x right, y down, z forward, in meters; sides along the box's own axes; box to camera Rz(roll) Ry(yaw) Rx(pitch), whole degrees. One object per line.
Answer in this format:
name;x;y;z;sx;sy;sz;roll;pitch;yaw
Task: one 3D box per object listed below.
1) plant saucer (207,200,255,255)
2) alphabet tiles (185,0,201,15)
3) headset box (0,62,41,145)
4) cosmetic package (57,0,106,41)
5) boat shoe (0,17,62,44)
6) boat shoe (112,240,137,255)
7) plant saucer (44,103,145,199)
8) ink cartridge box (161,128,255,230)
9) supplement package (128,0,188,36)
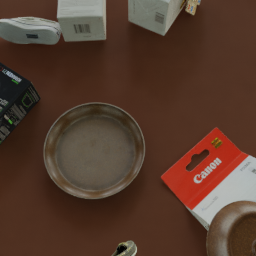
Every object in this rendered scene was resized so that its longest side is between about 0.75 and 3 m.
plant saucer;2.014;1.894;4.354;1.554;0.284;1.554;4;65;-8
alphabet tiles;2.209;-4.590;9.234;0.114;1.566;1.532;19;110;24
headset box;-4.012;-0.724;7.959;1.901;1.013;2.184;32;71;12
cosmetic package;-1.475;-4.368;9.359;1.464;1.154;2.720;-1;67;1
boat shoe;-3.249;-3.277;9.150;2.200;0.792;0.723;5;53;7
boat shoe;-0.062;1.961;4.433;0.273;0.763;0.228;-19;89;19
plant saucer;-0.909;0.593;7.742;2.732;0.438;2.732;0;69;0
ink cartridge box;2.661;1.568;7.207;2.309;0.682;2.885;-39;74;-14
supplement package;1.242;-4.681;9.315;1.412;1.466;2.578;28;71;12
